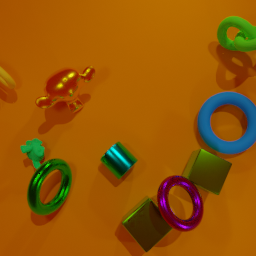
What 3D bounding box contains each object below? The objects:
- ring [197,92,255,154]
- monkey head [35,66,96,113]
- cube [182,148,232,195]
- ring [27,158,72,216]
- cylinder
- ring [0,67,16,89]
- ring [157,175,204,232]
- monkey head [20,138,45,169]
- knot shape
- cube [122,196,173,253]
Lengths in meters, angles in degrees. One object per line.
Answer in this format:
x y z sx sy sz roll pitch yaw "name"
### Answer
3.144 -0.167 8.716 1.957 0.391 1.957 0 84 1 "ring"
-1.794 -1.075 8.404 1.963 1.183 1.412 -35 110 -12 "monkey head"
2.266 1.287 8.239 0.990 0.990 0.990 26 82 4 "cube"
-2.167 1.653 7.905 0.328 1.641 1.641 13 79 27 "ring"
-0.269 0.966 8.381 0.827 0.827 0.827 -44 83 -7 "cylinder"
-3.890 -1.612 8.587 1.077 1.077 0.215 38 72 6 "ring"
1.369 1.924 7.247 1.446 0.289 1.446 15 58 -25 "ring"
-2.889 0.706 8.400 0.753 0.631 1.046 -6 58 -41 "monkey head"
3.921 -2.743 8.720 1.874 2.002 0.925 4 112 -35 "knot shape"
0.535 2.682 7.982 1.028 1.028 1.028 -41 83 -6 "cube"
